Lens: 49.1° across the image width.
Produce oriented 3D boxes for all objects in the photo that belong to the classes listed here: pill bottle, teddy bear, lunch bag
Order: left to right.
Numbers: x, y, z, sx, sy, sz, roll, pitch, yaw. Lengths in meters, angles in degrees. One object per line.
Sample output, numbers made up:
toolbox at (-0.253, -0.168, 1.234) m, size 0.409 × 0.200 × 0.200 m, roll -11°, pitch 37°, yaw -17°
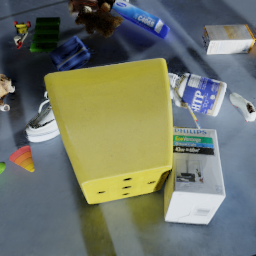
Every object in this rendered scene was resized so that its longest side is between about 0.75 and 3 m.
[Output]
lunch bag at (-1.991, -2.541, 10.062) m, size 1.388 × 0.943 × 0.918 m, roll -35°, pitch 93°, yaw -2°
teddy bear at (-1.286, -4.636, 11.958) m, size 1.643 × 0.756 × 2.266 m, roll -41°, pitch 63°, yaw 2°
pill bottle at (2.095, -1.142, 9.050) m, size 1.850 × 1.107 × 1.107 m, roll 17°, pitch 53°, yaw 13°

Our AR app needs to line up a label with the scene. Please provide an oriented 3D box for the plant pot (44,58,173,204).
plant pot at (-0.274, 0.315, 6.987) m, size 2.828 × 2.828 × 2.495 m, roll -10°, pitch 63°, yaw -8°

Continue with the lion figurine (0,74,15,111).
lion figurine at (-4.449, -0.609, 8.618) m, size 2.419 × 0.877 × 1.482 m, roll -47°, pitch 48°, yaw -9°

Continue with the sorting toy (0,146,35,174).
sorting toy at (-3.326, 1.288, 7.515) m, size 1.980 × 0.687 × 0.682 m, roll -36°, pitch 83°, yaw -28°

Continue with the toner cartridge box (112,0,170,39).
toner cartridge box at (0.540, -4.642, 11.880) m, size 2.393 × 1.137 × 0.517 m, roll 38°, pitch 104°, yaw 26°

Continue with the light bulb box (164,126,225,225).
light bulb box at (1.479, 1.167, 6.760) m, size 1.088 × 1.728 × 1.743 m, roll 4°, pitch 52°, yaw 2°

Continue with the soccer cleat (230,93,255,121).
soccer cleat at (3.782, -0.774, 9.144) m, size 0.445 × 0.498 × 1.284 m, roll -13°, pitch 52°, yaw -11°

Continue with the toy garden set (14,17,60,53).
toy garden set at (-3.827, -3.793, 11.671) m, size 1.918 × 0.459 × 2.301 m, roll -3°, pitch 51°, yaw -5°

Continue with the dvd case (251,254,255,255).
dvd case at (2.057, 3.726, 5.665) m, size 2.315 × 0.203 × 1.651 m, roll -13°, pitch 51°, yaw -10°

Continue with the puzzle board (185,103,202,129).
puzzle board at (1.929, -0.228, 8.008) m, size 0.094 × 1.078 × 0.813 m, roll -27°, pitch 68°, yaw 13°

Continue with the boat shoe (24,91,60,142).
boat shoe at (-2.007, -0.700, 8.628) m, size 2.799 × 1.193 × 1.034 m, roll -32°, pitch 58°, yaw -24°

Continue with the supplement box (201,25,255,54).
supplement box at (3.998, -3.586, 11.329) m, size 1.789 × 0.658 × 1.127 m, roll -2°, pitch 51°, yaw -1°

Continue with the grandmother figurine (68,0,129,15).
grandmother figurine at (-1.338, -5.733, 13.000) m, size 2.763 × 0.837 × 1.676 m, roll -5°, pitch 70°, yaw -1°
